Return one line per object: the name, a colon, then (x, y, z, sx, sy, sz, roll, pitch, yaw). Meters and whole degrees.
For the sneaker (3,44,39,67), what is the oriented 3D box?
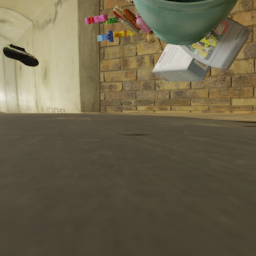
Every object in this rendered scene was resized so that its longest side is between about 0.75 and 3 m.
sneaker: (-2.405, -1.712, 6.391, 0.886, 0.367, 0.318, 23, -41, -2)

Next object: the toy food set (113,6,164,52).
toy food set: (0.320, -3.285, 8.835, 2.141, 0.337, 1.361, 40, 4, 18)

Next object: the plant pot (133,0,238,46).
plant pot: (0.967, -2.281, 4.833, 1.920, 1.920, 1.286, 0, -26, 7)

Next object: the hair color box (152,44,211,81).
hair color box: (2.292, -2.789, 11.646, 0.908, 1.482, 2.994, 29, -2, -22)

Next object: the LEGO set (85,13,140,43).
LEGO set: (-0.249, -3.520, 9.773, 0.952, 0.885, 2.320, 10, 27, 41)

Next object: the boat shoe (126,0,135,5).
boat shoe: (0.073, -3.590, 7.041, 0.821, 0.770, 2.227, 1, 14, 17)

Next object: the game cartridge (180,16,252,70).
game cartridge: (1.879, -2.172, 6.630, 0.351, 1.142, 1.715, -16, 50, -43)
